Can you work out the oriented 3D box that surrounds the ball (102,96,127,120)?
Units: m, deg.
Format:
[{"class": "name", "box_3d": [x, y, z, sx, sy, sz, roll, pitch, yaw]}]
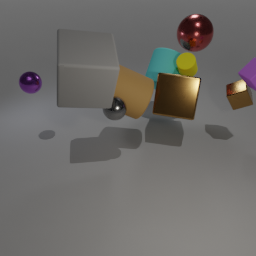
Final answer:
[{"class": "ball", "box_3d": [-0.383, -0.567, 8.046, 0.700, 0.700, 0.700, 0, 29, 0]}]

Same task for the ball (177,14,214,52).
[{"class": "ball", "box_3d": [2.600, -3.680, 10.878, 1.400, 1.400, 1.400, 0, 29, 0]}]

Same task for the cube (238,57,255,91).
[{"class": "cube", "box_3d": [4.061, -1.652, 8.785, 0.700, 0.700, 0.700, 38, 15, -29]}]

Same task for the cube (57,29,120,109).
[{"class": "cube", "box_3d": [-1.084, -1.470, 7.114, 1.400, 1.400, 1.400, 0, 52, -14]}]

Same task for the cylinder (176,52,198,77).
[{"class": "cylinder", "box_3d": [2.195, -2.319, 10.393, 0.700, 0.700, 0.700, -6, 70, 18]}]

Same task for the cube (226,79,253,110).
[{"class": "cube", "box_3d": [3.936, -1.183, 9.897, 0.700, 0.700, 0.700, -17, 37, 32]}]

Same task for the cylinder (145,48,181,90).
[{"class": "cylinder", "box_3d": [1.502, -2.314, 11.393, 1.400, 1.400, 1.400, 19, -4, 1]}]

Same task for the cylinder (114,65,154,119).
[{"class": "cylinder", "box_3d": [-0.095, -1.169, 8.967, 1.400, 1.400, 1.400, 21, 25, -15]}]

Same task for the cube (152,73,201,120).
[{"class": "cube", "box_3d": [1.703, -1.150, 9.802, 1.400, 1.400, 1.400, 9, 12, 10]}]

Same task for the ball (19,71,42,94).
[{"class": "ball", "box_3d": [-3.087, -1.435, 8.872, 0.700, 0.700, 0.700, 0, 29, 0]}]
